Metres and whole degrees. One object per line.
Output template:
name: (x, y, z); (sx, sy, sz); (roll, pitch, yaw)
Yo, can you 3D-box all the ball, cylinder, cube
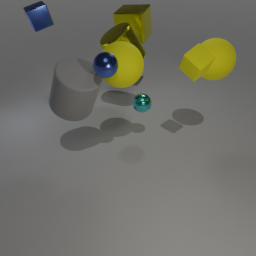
ball: (2.945, -2.339, 9.561); (1.400, 1.400, 1.400); (0, 31, 0)
cylinder: (-1.615, -1.161, 8.527); (1.400, 1.400, 1.400); (12, 49, -15)
cube: (0.260, -4.947, 13.296); (1.400, 1.400, 1.400); (7, 40, 18)
cylinder: (-0.202, -3.277, 11.371); (1.400, 1.400, 1.400); (-23, 39, 20)
cube: (2.121, -2.020, 8.667); (0.700, 0.700, 0.700); (-39, 77, -16)
ball: (-0.608, -1.714, 7.635); (0.700, 0.700, 0.700); (0, 31, 0)
ball: (0.513, -0.912, 10.227); (0.700, 0.700, 0.700); (0, 31, 0)
cube: (-3.080, -3.853, 9.657); (0.700, 0.700, 0.700); (-27, 42, -11)
ball: (-0.213, -1.955, 8.675); (1.400, 1.400, 1.400); (0, 31, 0)
